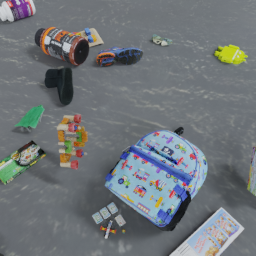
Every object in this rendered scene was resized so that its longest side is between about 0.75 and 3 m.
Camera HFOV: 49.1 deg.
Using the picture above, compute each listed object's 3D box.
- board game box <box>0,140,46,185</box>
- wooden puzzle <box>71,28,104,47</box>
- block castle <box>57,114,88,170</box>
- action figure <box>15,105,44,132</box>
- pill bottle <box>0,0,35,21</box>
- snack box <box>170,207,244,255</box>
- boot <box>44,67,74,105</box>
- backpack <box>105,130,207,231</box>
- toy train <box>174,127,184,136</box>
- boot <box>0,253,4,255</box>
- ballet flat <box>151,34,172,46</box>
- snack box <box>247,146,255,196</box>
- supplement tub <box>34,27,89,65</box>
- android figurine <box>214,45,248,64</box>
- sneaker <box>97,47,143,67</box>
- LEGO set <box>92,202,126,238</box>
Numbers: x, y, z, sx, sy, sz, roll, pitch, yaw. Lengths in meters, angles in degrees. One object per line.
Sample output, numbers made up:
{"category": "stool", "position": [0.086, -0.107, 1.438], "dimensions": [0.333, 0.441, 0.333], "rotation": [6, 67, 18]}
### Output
{"category": "board game box", "position": [-3.583, 1.099, 9.240], "dimensions": [0.821, 0.184, 1.568], "rotation": [38, 59, 25]}
{"category": "wooden puzzle", "position": [-2.142, -4.474, 13.841], "dimensions": [1.540, 0.357, 1.426], "rotation": [-18, 52, -15]}
{"category": "block castle", "position": [-1.582, 0.390, 8.185], "dimensions": [0.673, 1.434, 0.958], "rotation": [2, 24, 2]}
{"category": "action figure", "position": [-3.491, -0.418, 10.392], "dimensions": [0.817, 0.378, 1.383], "rotation": [9, 43, 9]}
{"category": "pill bottle", "position": [-5.995, -6.379, 15.030], "dimensions": [1.794, 1.009, 1.009], "rotation": [-30, 56, -23]}
{"category": "snack box", "position": [2.059, 3.113, 7.449], "dimensions": [2.264, 0.275, 0.814], "rotation": [-32, 58, -24]}
{"category": "boot", "position": [-2.809, -1.667, 11.274], "dimensions": [1.288, 1.533, 0.585], "rotation": [2, 1, 40]}
{"category": "backpack", "position": [0.911, 1.186, 7.718], "dimensions": [2.309, 1.702, 2.529], "rotation": [33, 78, 26]}
{"category": "toy train", "position": [1.477, 0.357, 9.774], "dimensions": [1.344, 0.308, 0.229], "rotation": [-35, 58, -26]}
{"category": "boot", "position": [-4.309, 3.888, 6.373], "dimensions": [2.802, 1.015, 2.021], "rotation": [-8, 49, -17]}
{"category": "ballet flat", "position": [1.627, -4.224, 13.685], "dimensions": [1.094, 0.406, 0.406], "rotation": [26, 55, 23]}
{"category": "snack box", "position": [3.826, 1.234, 8.118], "dimensions": [0.358, 0.962, 1.353], "rotation": [7, 90, 9]}
{"category": "supplement tub", "position": [-3.038, -3.766, 12.635], "dimensions": [2.402, 1.285, 1.285], "rotation": [23, 54, 19]}
{"category": "android figurine", "position": [4.777, -3.398, 12.982], "dimensions": [1.428, 0.293, 1.299], "rotation": [24, 54, 21]}
{"category": "sneaker", "position": [-0.379, -3.355, 12.648], "dimensions": [2.122, 0.799, 0.832], "rotation": [-5, 45, -7]}
{"category": "LEGO set", "position": [-0.489, 2.640, 7.902], "dimensions": [0.723, 0.237, 0.967], "rotation": [-28, 55, -18]}
